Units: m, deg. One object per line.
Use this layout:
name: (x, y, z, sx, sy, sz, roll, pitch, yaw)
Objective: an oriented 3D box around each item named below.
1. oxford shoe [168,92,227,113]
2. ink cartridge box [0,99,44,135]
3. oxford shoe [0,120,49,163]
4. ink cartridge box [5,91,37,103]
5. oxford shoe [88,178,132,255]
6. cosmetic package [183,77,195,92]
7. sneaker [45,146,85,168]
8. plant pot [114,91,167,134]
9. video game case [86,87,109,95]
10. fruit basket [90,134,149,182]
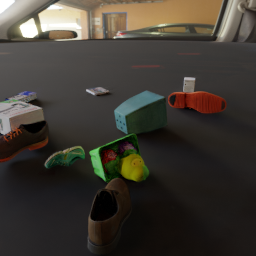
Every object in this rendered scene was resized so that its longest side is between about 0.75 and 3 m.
oxford shoe: (3.489, -1.394, 13.861, 2.842, 1.012, 1.031, 14, 21, 30)
ink cartridge box: (-4.738, -0.445, 11.623, 2.145, 0.902, 1.566, 16, 27, 34)
oxford shoe: (-3.852, 0.357, 9.308, 0.950, 0.969, 2.670, 37, 37, 23)
ink cartridge box: (-5.756, -1.607, 15.147, 0.749, 0.352, 1.593, 9, 24, 19)
oxford shoe: (-0.354, 1.703, 6.445, 0.816, 0.948, 2.245, 1, 21, 7)
cosmetic package: (3.727, -2.621, 17.033, 0.648, 0.774, 0.644, 5, 23, 12)
sneaker: (-1.965, 0.974, 8.746, 1.270, 0.492, 0.506, -21, 67, -13)
plant pot: (0.464, -0.546, 11.465, 1.842, 1.302, 1.301, -22, 30, -27)
video game case: (-1.851, -2.243, 16.980, 0.994, 0.129, 1.092, -15, 28, -31)
fruit basket: (-0.110, 0.929, 8.214, 1.678, 1.210, 1.678, -12, 10, 2)
